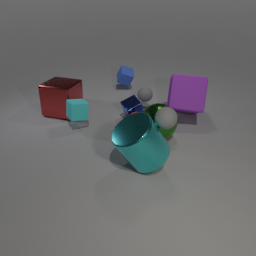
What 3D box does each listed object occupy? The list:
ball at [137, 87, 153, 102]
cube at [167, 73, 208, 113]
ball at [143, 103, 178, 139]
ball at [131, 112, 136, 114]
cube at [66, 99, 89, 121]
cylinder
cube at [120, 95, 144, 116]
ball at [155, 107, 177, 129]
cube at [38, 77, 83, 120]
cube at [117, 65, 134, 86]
[{"bbox_3d":[0.772,-1.522,12.676,0.700,0.700,0.700,0,30,0],"label":"ball"},{"bbox_3d":[2.419,-1.397,11.643,1.400,1.400,1.400,7,3,4],"label":"cube"},{"bbox_3d":[1.153,-0.235,10.518,1.400,1.400,1.400,0,30,0],"label":"ball"},{"bbox_3d":[0.332,-0.299,11.313,0.700,0.700,0.700,0,30,0],"label":"ball"},{"bbox_3d":[-2.016,-0.724,11.141,0.700,0.700,0.700,-6,23,-28],"label":"cube"},{"bbox_3d":[0.410,0.463,8.765,1.400,1.400,1.400,-23,38,19],"label":"cylinder"},{"bbox_3d":[0.192,-0.841,11.900,0.700,0.700,0.700,-29,49,-8],"label":"cube"},{"bbox_3d":[1.183,-0.306,8.706,0.700,0.700,0.700,0,30,0],"label":"ball"},{"bbox_3d":[-2.908,-1.349,12.362,1.400,1.400,1.400,9,28,15],"label":"cube"},{"bbox_3d":[-0.142,-2.754,14.754,0.700,0.700,0.700,13,48,-19],"label":"cube"}]
